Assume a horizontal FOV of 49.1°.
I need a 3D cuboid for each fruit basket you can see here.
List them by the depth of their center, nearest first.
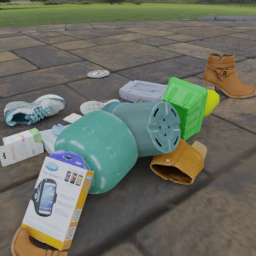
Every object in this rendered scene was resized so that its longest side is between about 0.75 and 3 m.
[{"bbox_3d":[2.232,-0.827,10.145,1.660,2.302,2.302,25,37,24],"label":"fruit basket"}]

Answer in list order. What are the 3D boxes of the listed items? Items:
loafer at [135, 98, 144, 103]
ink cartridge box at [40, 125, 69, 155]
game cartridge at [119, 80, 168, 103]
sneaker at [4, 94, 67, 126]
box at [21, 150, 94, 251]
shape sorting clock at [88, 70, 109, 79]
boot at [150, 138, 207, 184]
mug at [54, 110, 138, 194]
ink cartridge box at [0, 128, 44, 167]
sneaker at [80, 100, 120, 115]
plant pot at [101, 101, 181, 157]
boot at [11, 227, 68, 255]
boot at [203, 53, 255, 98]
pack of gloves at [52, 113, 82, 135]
[{"bbox_3d":[0.297,-0.891,11.953,0.532,0.574,1.527,13,32,14],"label":"loafer"},{"bbox_3d":[-2.207,0.409,9.920,1.581,0.321,1.578,-16,33,-31],"label":"ink cartridge box"},{"bbox_3d":[1.029,-1.657,13.404,2.662,0.539,1.775,14,29,23],"label":"game cartridge"},{"bbox_3d":[-3.675,-0.572,11.247,2.481,0.963,1.071,-14,40,-6],"label":"sneaker"},{"bbox_3d":[-1.597,1.575,6.493,1.214,2.040,0.423,14,-11,23],"label":"box"},{"bbox_3d":[-1.716,-3.162,16.244,1.266,0.248,1.266,0,30,0],"label":"shape sorting clock"},{"bbox_3d":[1.058,0.684,8.774,2.690,0.947,1.926,22,31,23],"label":"boot"},{"bbox_3d":[-1.049,0.892,7.724,2.047,2.491,1.540,36,44,12],"label":"mug"},{"bbox_3d":[-3.510,0.615,9.081,1.373,0.804,0.462,-21,37,-33],"label":"ink cartridge box"},{"bbox_3d":[-1.218,-0.859,12.001,1.770,0.682,0.725,-6,10,-23],"label":"sneaker"},{"bbox_3d":[0.383,0.058,8.302,1.916,1.956,1.956,-5,19,44],"label":"plant pot"},{"bbox_3d":[-1.819,2.633,5.804,1.113,0.550,1.434,-8,33,-9],"label":"boot"},{"bbox_3d":[4.939,-2.552,13.419,2.564,1.990,0.983,12,32,20],"label":"boot"},{"bbox_3d":[-1.721,0.156,10.211,1.855,0.366,1.559,20,34,21],"label":"pack of gloves"}]
